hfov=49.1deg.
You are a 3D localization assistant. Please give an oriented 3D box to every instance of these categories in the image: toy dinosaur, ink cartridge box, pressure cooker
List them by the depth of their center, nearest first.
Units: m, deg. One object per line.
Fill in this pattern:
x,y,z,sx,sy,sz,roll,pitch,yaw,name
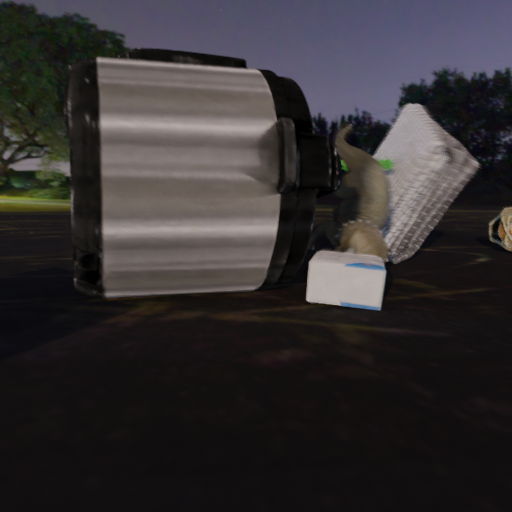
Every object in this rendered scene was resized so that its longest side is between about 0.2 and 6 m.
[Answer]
0.892,0.218,5.539,0.695,0.401,0.959,6,7,10,ink cartridge box
-0.541,-0.764,5.885,2.740,2.448,2.410,-1,40,-16,pressure cooker
1.383,-0.644,7.602,0.992,2.578,1.319,31,-25,-28,toy dinosaur

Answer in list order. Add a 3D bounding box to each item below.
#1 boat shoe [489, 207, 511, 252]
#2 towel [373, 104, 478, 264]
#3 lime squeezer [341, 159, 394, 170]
4.763,-0.417,9.873,0.897,0.980,2.622,-2,-4,13,boat shoe
2.357,-1.131,8.775,0.888,2.076,1.719,20,30,-15,towel
0.821,-0.979,7.887,2.227,0.787,0.420,-33,-6,-16,lime squeezer
